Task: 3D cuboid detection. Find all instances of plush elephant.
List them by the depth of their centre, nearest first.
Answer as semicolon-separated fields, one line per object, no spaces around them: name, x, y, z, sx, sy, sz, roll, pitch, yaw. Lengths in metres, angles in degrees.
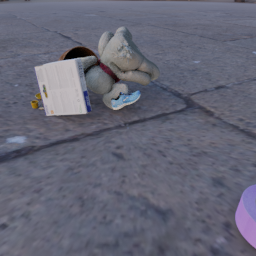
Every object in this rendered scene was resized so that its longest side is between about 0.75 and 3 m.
plush elephant;-0.485;-1.834;8.887;2.036;2.165;2.629;-39;2;21

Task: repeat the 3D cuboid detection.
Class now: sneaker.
sneaker;-0.067;-0.875;8.090;0.928;0.417;0.364;-26;18;-4

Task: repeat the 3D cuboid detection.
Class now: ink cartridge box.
ink cartridge box;-1.856;-1.118;7.971;1.526;1.523;0.310;-1;18;28

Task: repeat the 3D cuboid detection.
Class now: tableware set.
tableware set;-2.676;-1.076;9.381;1.066;0.243;1.583;8;32;13

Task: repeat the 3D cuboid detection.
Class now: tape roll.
tape roll;2.478;1.491;4.516;1.343;0.441;1.343;4;27;-2

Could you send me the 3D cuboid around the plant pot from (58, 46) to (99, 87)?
plant pot;-1.875;-2.113;9.637;1.333;1.333;1.426;-17;22;-28
